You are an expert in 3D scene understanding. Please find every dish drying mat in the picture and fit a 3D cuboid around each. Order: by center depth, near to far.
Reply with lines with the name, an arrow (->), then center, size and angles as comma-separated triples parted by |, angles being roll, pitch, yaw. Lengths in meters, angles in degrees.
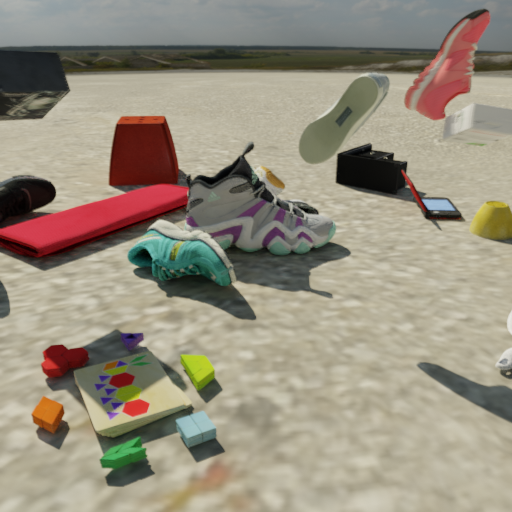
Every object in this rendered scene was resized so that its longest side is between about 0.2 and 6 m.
dish drying mat -> -3.231, -0.848, 12.074 | 1.666, 0.395, 4.339 | 15, 28, 34

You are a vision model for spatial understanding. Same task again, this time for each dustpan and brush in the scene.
dustpan and brush -> 3.886, 1.008, 7.560 | 2.173, 0.622, 1.516 | -9, 14, -36

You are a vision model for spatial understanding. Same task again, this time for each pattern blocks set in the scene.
pattern blocks set -> -1.499, 1.568, 6.539 | 2.086, 0.192, 2.373 | -8, 24, -18

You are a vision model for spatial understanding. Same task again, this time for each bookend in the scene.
bookend -> 3.380, -2.389, 15.123 | 1.812, 0.835, 1.801 | 18, 29, 36

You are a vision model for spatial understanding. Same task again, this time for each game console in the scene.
game console -> 4.015, -1.440, 12.878 | 1.201, 0.827, 1.393 | 1, 23, 4

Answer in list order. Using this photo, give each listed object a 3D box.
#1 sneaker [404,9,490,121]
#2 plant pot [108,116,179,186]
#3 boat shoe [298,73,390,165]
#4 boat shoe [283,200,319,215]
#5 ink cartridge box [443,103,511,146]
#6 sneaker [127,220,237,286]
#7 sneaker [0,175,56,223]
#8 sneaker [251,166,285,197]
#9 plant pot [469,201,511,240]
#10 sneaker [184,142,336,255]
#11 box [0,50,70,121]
sneaker -> 3.097, -2.869, 8.609 | 0.762, 1.757, 0.648 | 42, 23, 19
plant pot -> -3.116, -2.981, 15.519 | 1.842, 1.625, 1.844 | -2, 22, -6
boat shoe -> 1.263, -1.905, 7.900 | 0.599, 1.683, 0.587 | -29, 80, -44
boat shoe -> 0.605, -0.841, 11.730 | 1.743, 0.643, 0.595 | -2, 18, -43
ink cartridge box -> 3.255, -1.906, 8.210 | 0.666, 0.384, 0.911 | 7, 0, -6
sneaker -> -1.260, 0.120, 9.458 | 2.382, 0.923, 0.949 | 15, 45, 43
sneaker -> -5.549, -0.983, 12.042 | 2.554, 0.967, 1.118 | -14, 45, -26
sneaker -> -0.117, -1.428, 12.759 | 0.907, 1.052, 2.399 | 41, -1, -7
plant pot -> 4.906, -0.774, 11.550 | 0.887, 0.629, 0.887 | 0, 22, 0
sneaker -> 0.099, -1.117, 10.509 | 2.942, 2.058, 1.143 | -3, 23, -7
box -> -3.694, -2.607, 8.651 | 1.114, 0.691, 1.096 | -19, -2, -45
